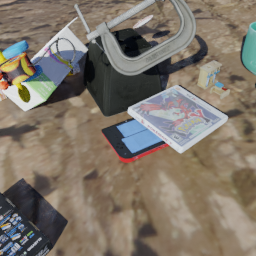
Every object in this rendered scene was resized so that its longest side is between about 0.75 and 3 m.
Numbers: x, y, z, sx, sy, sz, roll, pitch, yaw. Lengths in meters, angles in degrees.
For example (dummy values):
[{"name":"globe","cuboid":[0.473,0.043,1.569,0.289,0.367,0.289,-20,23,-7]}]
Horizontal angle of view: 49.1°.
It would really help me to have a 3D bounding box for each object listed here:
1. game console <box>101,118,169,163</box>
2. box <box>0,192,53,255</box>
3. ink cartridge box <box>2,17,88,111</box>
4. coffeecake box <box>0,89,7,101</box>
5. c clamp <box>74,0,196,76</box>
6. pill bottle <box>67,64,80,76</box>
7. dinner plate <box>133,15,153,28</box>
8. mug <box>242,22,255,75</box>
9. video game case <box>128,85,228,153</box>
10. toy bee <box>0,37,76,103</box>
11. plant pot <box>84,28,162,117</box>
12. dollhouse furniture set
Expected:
[{"name":"game console","cuboid":[0.257,0.212,7.948,1.660,0.258,1.468,-20,48,-20]},{"name":"box","cuboid":[-2.787,2.414,5.550,1.805,0.452,1.819,29,51,27]},{"name":"ink cartridge box","cuboid":[-2.402,-2.005,8.776,1.710,0.983,2.919,-12,40,50]},{"name":"coffeecake box","cuboid":[-4.848,-1.127,9.145,1.340,0.490,1.029,-31,52,-28]},{"name":"c clamp","cuboid":[0.192,-2.329,6.281,2.424,2.071,0.328,-21,2,12]},{"name":"pill bottle","cuboid":[-2.166,-2.136,10.228,0.767,0.427,0.427,-14,46,-13]},{"name":"dinner plate","cuboid":[0.543,-3.676,9.750,0.783,0.095,0.783,-27,26,15]},{"name":"mug","cuboid":[5.328,-2.574,9.718,2.579,1.595,2.119,31,45,33]},{"name":"video game case","cuboid":[1.499,-0.397,8.314,2.270,0.261,2.069,-28,53,-34]},{"name":"toy bee","cuboid":[-2.487,-1.339,5.953,1.592,2.433,1.322,50,49,-14]},{"name":"plant pot","cuboid":[-0.210,-1.955,9.011,2.119,1.885,2.125,-18,46,-19]},{"name":"dollhouse furniture set","cuboid":[3.041,-1.657,9.506,0.741,0.746,1.058,-30,50,-27]}]
